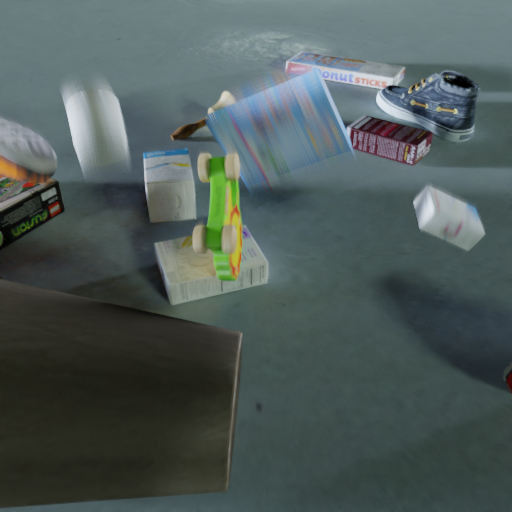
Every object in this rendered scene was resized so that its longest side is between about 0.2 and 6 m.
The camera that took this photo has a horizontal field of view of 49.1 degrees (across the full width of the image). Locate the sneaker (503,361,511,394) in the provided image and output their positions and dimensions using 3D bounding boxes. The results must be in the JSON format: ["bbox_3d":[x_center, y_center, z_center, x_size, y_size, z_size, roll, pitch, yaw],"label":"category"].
[{"bbox_3d":[4.334,1.722,6.312,2.837,1.092,1.204,9,43,12],"label":"sneaker"}]

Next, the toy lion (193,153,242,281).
[{"bbox_3d":[-0.420,-0.471,7.855,0.545,1.522,1.588,0,79,9],"label":"toy lion"}]

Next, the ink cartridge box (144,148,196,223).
[{"bbox_3d":[-1.609,-1.309,10.424,0.865,0.880,1.196,-6,38,-8],"label":"ink cartridge box"}]

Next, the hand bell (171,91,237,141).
[{"bbox_3d":[-1.245,-3.120,13.101,1.672,0.871,0.871,-30,45,-18],"label":"hand bell"}]

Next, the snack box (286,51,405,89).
[{"bbox_3d":[2.553,-5.389,16.209,3.223,0.392,1.159,17,40,21],"label":"snack box"}]

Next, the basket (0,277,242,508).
[{"bbox_3d":[-1.653,1.481,5.953,2.912,1.980,2.625,5,44,0],"label":"basket"}]

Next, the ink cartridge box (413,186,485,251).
[{"bbox_3d":[2.569,-0.512,7.516,0.822,0.348,0.594,23,39,-15],"label":"ink cartridge box"}]

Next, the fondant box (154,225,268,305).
[{"bbox_3d":[-0.731,0.112,8.902,1.569,0.457,1.132,-12,38,-16],"label":"fondant box"}]

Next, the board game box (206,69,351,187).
[{"bbox_3d":[0.392,-2.018,9.143,1.936,1.465,0.354,-16,46,21],"label":"board game box"}]

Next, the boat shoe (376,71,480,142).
[{"bbox_3d":[4.126,-3.900,13.479,1.025,1.315,2.897,-22,42,-27],"label":"boat shoe"}]

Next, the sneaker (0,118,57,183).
[{"bbox_3d":[-4.405,-1.356,8.719,3.002,1.682,1.165,27,16,22],"label":"sneaker"}]

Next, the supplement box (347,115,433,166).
[{"bbox_3d":[2.927,-2.575,12.403,1.659,0.505,0.903,23,42,28],"label":"supplement box"}]

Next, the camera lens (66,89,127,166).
[{"bbox_3d":[-1.855,-1.506,6.537,0.601,0.601,0.751,-12,79,-15],"label":"camera lens"}]

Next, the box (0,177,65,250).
[{"bbox_3d":[-5.558,-0.435,9.402,2.241,0.707,4.072,21,42,25],"label":"box"}]
